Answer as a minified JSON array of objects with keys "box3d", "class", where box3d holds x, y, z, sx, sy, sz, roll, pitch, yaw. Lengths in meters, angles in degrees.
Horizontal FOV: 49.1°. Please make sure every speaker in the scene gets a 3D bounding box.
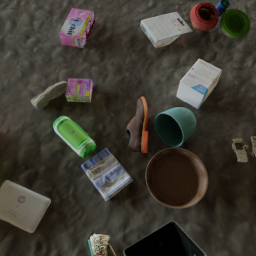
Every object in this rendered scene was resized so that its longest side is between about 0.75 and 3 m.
[{"box3d":[-1.917,0.304,10.011,1.667,0.737,0.737,41,68,20],"class":"speaker"}]

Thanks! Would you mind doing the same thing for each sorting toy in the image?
[{"box3d":[4.086,-4.863,12.815,2.721,1.117,1.635,16,77,-4],"class":"sorting toy"}]

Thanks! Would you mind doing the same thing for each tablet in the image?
[{"box3d":[-3.554,2.519,9.122,1.785,0.122,1.162,21,63,11],"class":"tablet"}]

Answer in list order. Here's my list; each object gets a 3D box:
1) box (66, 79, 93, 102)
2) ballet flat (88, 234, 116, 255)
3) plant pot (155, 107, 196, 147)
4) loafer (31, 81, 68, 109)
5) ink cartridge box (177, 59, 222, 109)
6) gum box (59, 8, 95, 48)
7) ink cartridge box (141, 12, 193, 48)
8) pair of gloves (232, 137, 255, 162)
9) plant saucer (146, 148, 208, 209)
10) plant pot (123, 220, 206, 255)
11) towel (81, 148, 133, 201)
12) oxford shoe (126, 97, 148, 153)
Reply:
[{"box3d":[-1.928,-1.495,11.147,0.941,0.455,0.828,3,61,1],"class":"box"},{"box3d":[-0.556,4.087,7.862,0.723,0.856,2.263,-12,64,-11],"class":"ballet flat"},{"box3d":[1.786,-0.137,9.978,1.056,1.315,1.315,-29,64,-32],"class":"plant pot"},{"box3d":[-3.116,-1.397,11.067,1.584,0.569,0.498,-42,62,-17],"class":"loafer"},{"box3d":[2.832,-1.793,10.986,1.046,1.019,1.628,34,66,17],"class":"ink cartridge box"},{"box3d":[-2.263,-4.601,12.761,1.072,0.625,1.889,11,62,7],"class":"gum box"},{"box3d":[1.754,-4.554,12.914,1.914,0.480,1.552,-19,62,-18],"class":"ink cartridge box"},{"box3d":[4.330,0.777,10.043,1.148,0.201,0.976,-5,58,-5],"class":"pair of gloves"},{"box3d":[1.610,1.684,9.381,2.069,0.378,2.069,0,64,-1],"class":"plant saucer"},{"box3d":[1.107,3.835,7.401,1.703,1.514,1.707,-26,20,-12],"class":"plant pot"},{"box3d":[-0.736,1.551,9.611,1.175,0.190,1.599,-34,66,-18],"class":"towel"},{"box3d":[0.334,-0.183,10.249,0.811,0.796,2.236,0,61,4],"class":"oxford shoe"}]
